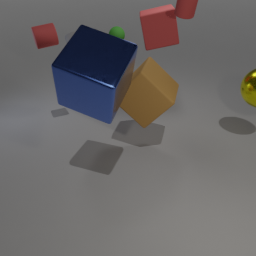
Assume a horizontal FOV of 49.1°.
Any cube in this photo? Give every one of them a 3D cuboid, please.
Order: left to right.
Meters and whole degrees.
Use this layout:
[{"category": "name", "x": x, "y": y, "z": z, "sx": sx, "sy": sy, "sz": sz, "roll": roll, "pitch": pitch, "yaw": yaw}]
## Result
[{"category": "cube", "x": -0.734, "y": -1.201, "z": 6.436, "sx": 1.400, "sy": 1.400, "sz": 1.400, "roll": 21, "pitch": 60, "yaw": 5}, {"category": "cube", "x": 0.612, "y": -1.152, "z": 9.053, "sx": 1.400, "sy": 1.400, "sz": 1.400, "roll": 42, "pitch": 34, "yaw": -12}, {"category": "cube", "x": 1.298, "y": -4.234, "z": 11.757, "sx": 1.400, "sy": 1.400, "sz": 1.400, "roll": -10, "pitch": 29, "yaw": 8}]

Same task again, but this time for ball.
[{"category": "ball", "x": -0.484, "y": -3.997, "z": 12.035, "sx": 0.700, "sy": 0.700, "sz": 0.700, "roll": 0, "pitch": 29, "yaw": 0}, {"category": "ball", "x": 4.603, "y": -1.377, "z": 9.603, "sx": 1.400, "sy": 1.400, "sz": 1.400, "roll": 0, "pitch": 29, "yaw": 0}]

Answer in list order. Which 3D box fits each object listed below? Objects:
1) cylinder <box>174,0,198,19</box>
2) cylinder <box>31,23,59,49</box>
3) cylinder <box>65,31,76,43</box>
[{"category": "cylinder", "x": 2.002, "y": -4.215, "z": 9.596, "sx": 0.700, "sy": 0.700, "sz": 0.700, "roll": 4, "pitch": 47, "yaw": -4}, {"category": "cylinder", "x": -2.706, "y": -3.004, "z": 9.146, "sx": 0.700, "sy": 0.700, "sz": 0.700, "roll": -19, "pitch": 33, "yaw": -16}, {"category": "cylinder", "x": -2.130, "y": -3.476, "z": 11.384, "sx": 0.700, "sy": 0.700, "sz": 0.700, "roll": -19, "pitch": 5, "yaw": 2}]
